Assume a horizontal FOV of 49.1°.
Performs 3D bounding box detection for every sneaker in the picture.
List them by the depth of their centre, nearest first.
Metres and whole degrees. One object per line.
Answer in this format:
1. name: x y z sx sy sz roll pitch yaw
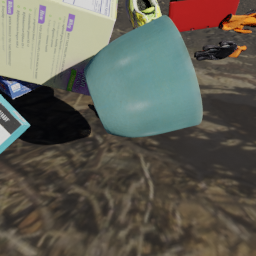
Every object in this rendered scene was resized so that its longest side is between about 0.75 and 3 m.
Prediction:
1. sneaker: 0.532 -2.553 7.317 0.955 2.532 0.967 -23 -1 -1

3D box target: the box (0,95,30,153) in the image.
1. box: -2.737 0.362 4.643 2.084 0.512 0.858 -44 93 -5

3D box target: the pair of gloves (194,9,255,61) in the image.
1. pair of gloves: 3.043 -2.625 8.047 1.977 2.219 0.274 -10 73 -24

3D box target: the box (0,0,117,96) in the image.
1. box: -1.772 -2.191 6.543 2.544 2.237 1.230 12 47 -13

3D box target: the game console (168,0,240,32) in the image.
1. game console: 1.975 -3.710 7.609 1.953 1.683 1.159 -9 -1 -3

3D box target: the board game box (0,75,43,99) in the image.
1. board game box: -2.705 -1.889 8.190 1.750 0.446 2.585 32 50 31

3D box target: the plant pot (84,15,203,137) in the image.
1. plant pot: 0.165 -0.726 4.902 1.569 1.955 1.955 -19 39 1
